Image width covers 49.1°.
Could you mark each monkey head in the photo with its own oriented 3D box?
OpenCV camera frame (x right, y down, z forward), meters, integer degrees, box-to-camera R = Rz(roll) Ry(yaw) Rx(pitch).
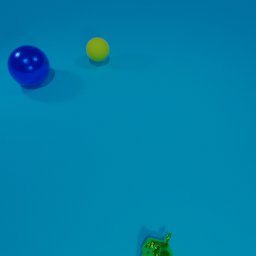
[{"bbox_3d":[0.627,2.496,5.446,0.629,0.751,1.044,19,58,-9],"label":"monkey head"}]

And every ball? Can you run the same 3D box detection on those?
[{"bbox_3d":[-3.213,-2.016,9.108,1.313,1.313,1.313,0,48,0],"label":"ball"},{"bbox_3d":[-1.059,-2.747,9.808,0.799,0.799,0.799,0,48,0],"label":"ball"}]
